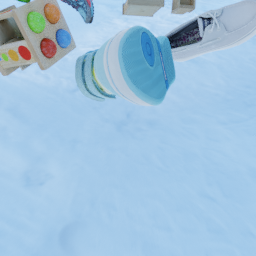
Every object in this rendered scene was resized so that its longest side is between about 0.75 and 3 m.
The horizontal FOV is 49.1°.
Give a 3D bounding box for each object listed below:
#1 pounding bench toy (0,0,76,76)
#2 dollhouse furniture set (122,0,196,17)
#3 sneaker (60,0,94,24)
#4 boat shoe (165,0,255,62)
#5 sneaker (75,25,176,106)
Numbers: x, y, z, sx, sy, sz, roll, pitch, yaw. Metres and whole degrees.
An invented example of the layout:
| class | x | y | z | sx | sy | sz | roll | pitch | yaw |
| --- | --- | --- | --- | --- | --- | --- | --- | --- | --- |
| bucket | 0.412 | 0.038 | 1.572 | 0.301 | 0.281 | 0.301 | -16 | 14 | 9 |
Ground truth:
| class | x | y | z | sx | sy | sz | roll | pitch | yaw |
| --- | --- | --- | --- | --- | --- | --- | --- | --- | --- |
| pounding bench toy | -1.563 | -1.605 | 4.110 | 1.070 | 1.372 | 0.852 | 0 | 37 | 31 |
| dollhouse furniture set | 0.580 | -3.312 | 5.909 | 1.557 | 1.649 | 1.076 | 1 | 12 | -8 |
| sneaker | -1.493 | -3.371 | 7.314 | 0.772 | 0.641 | 1.616 | -28 | 86 | -26 |
| boat shoe | 2.049 | -2.527 | 7.140 | 2.805 | 1.010 | 0.961 | -8 | -6 | 39 |
| sneaker | -0.311 | -0.849 | 4.547 | 1.839 | 1.120 | 2.816 | -8 | 9 | 20 |
